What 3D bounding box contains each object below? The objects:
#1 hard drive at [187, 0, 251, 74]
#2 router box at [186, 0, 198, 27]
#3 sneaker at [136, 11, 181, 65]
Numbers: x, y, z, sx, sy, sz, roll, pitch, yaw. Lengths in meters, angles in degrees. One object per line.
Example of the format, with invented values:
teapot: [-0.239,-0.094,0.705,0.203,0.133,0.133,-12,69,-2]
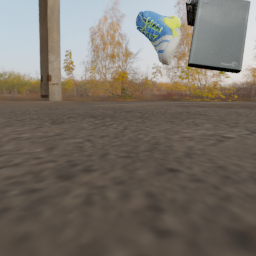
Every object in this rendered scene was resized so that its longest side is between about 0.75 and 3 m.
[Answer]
hard drive: [3.043,-3.133,9.389,1.721,2.467,0.406,9,-7,6]
router box: [2.814,-4.434,10.964,1.017,0.348,1.364,25,-8,20]
sneaker: [0.689,-2.378,7.199,1.215,0.876,2.314,18,35,-1]
